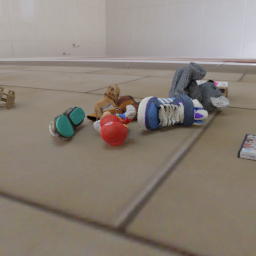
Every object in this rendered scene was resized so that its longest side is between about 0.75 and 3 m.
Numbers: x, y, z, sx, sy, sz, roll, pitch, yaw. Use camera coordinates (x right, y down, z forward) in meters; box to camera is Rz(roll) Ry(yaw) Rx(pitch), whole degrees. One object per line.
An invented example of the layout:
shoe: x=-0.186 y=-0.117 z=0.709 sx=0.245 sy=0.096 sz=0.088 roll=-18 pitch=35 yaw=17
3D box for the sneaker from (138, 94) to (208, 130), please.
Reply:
sneaker: x=1.426 y=-0.463 z=8.197 sx=1.691 sy=0.931 sz=2.310 roll=4 pitch=12 yaw=26

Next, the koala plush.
koala plush: x=2.569 y=-1.184 z=10.127 sx=1.908 sy=1.753 sz=1.692 roll=19 pitch=3 yaw=-10

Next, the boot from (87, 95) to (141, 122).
boot: x=-0.492 y=-0.496 z=9.319 sx=1.863 sy=0.638 sz=1.754 roll=-19 pitch=32 yaw=-29

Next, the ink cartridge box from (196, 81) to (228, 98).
ink cartridge box: x=3.663 y=-1.672 z=12.518 sx=1.530 sy=0.697 sz=1.857 roll=5 pitch=17 yaw=19

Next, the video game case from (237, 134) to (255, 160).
video game case: x=3.293 y=0.482 z=6.454 sx=1.262 sy=0.178 sz=1.396 roll=9 pitch=19 yaw=27

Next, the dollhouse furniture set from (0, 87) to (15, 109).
dollhouse furniture set: x=-5.173 y=-1.065 z=10.830 sx=1.448 sy=0.962 sz=1.269 roll=17 pitch=9 yaw=-26

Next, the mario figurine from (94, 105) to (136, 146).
mario figurine: x=-0.354 y=-0.247 z=7.265 sx=0.961 sy=1.119 sz=1.812 roll=24 pitch=15 yaw=0

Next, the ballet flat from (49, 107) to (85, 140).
ballet flat: x=-1.752 y=-0.063 z=7.670 sx=0.715 sy=0.715 sz=1.989 roll=3 pitch=17 yaw=9

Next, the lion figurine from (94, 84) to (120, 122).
lion figurine: x=-0.640 y=-0.691 z=7.929 sx=1.163 sy=0.712 sz=0.422 roll=-33 pitch=-11 yaw=15
